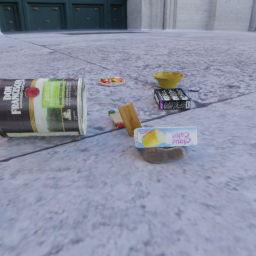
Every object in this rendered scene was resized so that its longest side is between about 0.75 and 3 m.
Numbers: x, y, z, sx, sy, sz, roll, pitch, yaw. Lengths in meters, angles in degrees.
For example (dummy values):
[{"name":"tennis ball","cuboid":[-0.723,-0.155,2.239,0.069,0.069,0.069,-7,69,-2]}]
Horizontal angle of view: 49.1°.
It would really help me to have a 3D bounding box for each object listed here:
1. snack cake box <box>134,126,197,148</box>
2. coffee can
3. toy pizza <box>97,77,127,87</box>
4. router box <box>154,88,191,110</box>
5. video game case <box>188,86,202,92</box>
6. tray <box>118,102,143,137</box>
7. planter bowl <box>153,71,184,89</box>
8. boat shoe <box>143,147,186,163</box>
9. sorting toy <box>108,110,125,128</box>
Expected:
[{"name":"snack cake box","cuboid":[1.134,0.287,8.804,1.810,0.608,1.041,-2,-3,-4]},{"name":"coffee can","cuboid":[-2.888,-0.711,9.684,2.763,2.022,2.022,-2,25,-4]},{"name":"toy pizza","cuboid":[-0.937,-2.768,16.314,1.714,0.272,1.714,0,25,0]},{"name":"router box","cuboid":[2.013,-1.382,13.043,1.372,0.470,1.839,-1,25,-3]},{"name":"video game case","cuboid":[3.616,-2.105,15.121,0.549,0.073,0.769,13,28,26]},{"name":"tray","cuboid":[0.101,-0.286,9.712,0.551,1.118,0.207,-21,23,5]},{"name":"planter bowl","cuboid":[2.211,-2.582,15.392,1.705,0.710,1.705,-1,25,0]},{"name":"boat shoe","cuboid":[1.080,0.808,8.427,1.259,0.469,0.461,-1,-2,7]},{"name":"sorting toy","cuboid":[-0.166,-0.266,10.807,0.874,0.307,1.813,-7,25,-15]}]
